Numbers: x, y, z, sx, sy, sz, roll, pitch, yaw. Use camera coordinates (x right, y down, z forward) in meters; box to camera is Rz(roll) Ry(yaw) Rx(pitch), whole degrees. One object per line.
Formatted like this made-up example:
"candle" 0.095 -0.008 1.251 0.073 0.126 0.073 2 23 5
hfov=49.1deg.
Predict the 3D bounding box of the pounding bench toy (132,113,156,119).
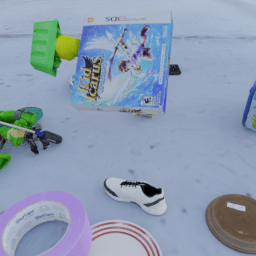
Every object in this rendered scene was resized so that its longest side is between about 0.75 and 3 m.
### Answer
"pounding bench toy" 0.689 -0.740 10.736 0.818 0.652 1.049 14 37 19

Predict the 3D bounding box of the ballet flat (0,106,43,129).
"ballet flat" -4.117 -0.298 10.101 2.089 0.736 0.682 -24 24 -37

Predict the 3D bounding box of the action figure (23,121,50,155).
"action figure" -3.241 0.165 9.282 0.950 0.816 1.598 -23 43 -36

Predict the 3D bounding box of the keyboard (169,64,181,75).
"keyboard" 1.257 -3.213 14.464 2.808 0.556 1.462 -2 35 -5

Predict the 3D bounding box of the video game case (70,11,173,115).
"video game case" -0.152 -1.949 8.297 2.714 0.681 2.995 3 77 15

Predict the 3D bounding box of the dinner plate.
"dinner plate" -0.288 2.838 5.871 2.048 0.248 2.048 -1 35 0

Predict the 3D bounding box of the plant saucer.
"plant saucer" 2.763 2.213 6.790 1.705 0.251 1.705 -1 34 0

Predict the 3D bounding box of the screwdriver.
"screwdriver" -2.978 0.073 8.500 0.367 2.521 0.352 -12 68 29

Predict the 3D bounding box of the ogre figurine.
"ogre figurine" -4.235 0.378 8.552 1.672 1.368 2.788 18 73 13

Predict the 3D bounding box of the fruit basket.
"fruit basket" -2.281 -2.635 9.320 1.846 1.846 1.331 -6 -2 -9

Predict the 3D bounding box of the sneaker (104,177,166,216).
"sneaker" 0.171 1.588 7.296 1.800 0.720 0.664 14 38 22

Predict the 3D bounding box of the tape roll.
"tape roll" -1.851 2.324 5.987 2.081 0.683 2.081 -6 32 4

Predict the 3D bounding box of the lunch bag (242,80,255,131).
"lunch bag" 5.136 -1.119 10.089 1.025 1.998 2.485 29 45 33

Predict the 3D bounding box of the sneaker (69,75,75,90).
"sneaker" -2.271 -2.032 12.566 0.709 0.722 1.873 -11 35 -13
